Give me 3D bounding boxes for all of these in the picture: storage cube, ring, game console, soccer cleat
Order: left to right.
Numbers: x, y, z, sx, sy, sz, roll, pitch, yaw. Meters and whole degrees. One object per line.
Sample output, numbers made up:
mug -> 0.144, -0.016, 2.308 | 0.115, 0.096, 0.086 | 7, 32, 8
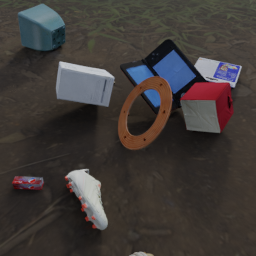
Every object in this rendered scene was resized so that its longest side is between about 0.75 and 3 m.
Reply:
soccer cleat -> -1.119, 2.046, 8.557 | 0.908, 0.811, 2.340 | -20, 42, -25
ring -> 0.606, -0.551, 10.418 | 0.278, 2.892, 2.892 | 24, 28, -34
game console -> 1.541, -2.240, 11.864 | 2.440, 1.680, 2.832 | -39, 77, 14
storage cube -> 3.123, -0.830, 11.074 | 1.687, 1.442, 1.517 | 6, 36, 38

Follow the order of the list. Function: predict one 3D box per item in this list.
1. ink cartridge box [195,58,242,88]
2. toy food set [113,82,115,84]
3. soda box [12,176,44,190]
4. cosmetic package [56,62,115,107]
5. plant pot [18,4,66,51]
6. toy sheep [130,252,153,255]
ink cartridge box -> 4.415, -2.719, 14.279 | 2.284, 0.543, 2.311 | 19, 46, 18
toy food set -> -1.751, -2.266, 13.817 | 1.956, 0.393, 1.350 | -30, 49, -30
soda box -> -3.267, 1.806, 9.178 | 0.920, 0.292, 0.322 | 2, 40, 3
cosmetic package -> -1.885, -1.863, 11.728 | 2.086, 1.282, 2.079 | 9, 17, -18
plant pot -> -4.929, -5.824, 16.777 | 2.127, 2.082, 2.088 | 28, 47, 16
toy sheep -> 0.230, 3.484, 6.895 | 1.136, 0.783, 0.783 | -18, 43, -36
